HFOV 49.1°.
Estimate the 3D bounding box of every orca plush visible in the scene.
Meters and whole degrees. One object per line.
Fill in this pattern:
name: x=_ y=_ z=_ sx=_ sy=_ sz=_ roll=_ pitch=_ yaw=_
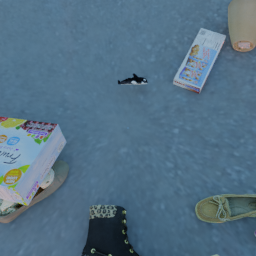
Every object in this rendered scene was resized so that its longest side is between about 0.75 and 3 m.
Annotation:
orca plush: x=0.136 y=-1.439 z=8.220 sx=0.880 sy=0.463 sz=0.313 roll=-2 pitch=95 yaw=2

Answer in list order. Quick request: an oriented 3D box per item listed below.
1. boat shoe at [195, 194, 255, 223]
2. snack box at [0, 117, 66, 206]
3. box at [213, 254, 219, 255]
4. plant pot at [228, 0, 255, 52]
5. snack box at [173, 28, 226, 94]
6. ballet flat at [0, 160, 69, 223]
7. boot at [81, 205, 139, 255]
boat shoe: x=2.478 y=1.826 z=6.523 sx=1.777 sy=0.559 sz=0.648 roll=-1 pitch=61 yaw=-1
snack box: x=-2.890 y=0.651 z=6.627 sx=2.215 sy=0.749 sz=1.868 roll=7 pitch=48 yaw=21
box: x=0.957 y=3.754 z=4.666 sx=2.526 sy=1.221 sz=2.222 roll=-15 pitch=83 yaw=-8
plant pot: x=3.846 y=-3.290 z=9.091 sx=1.346 sy=1.346 sz=1.437 roll=12 pitch=76 yaw=7
snack box: x=2.316 y=-2.212 z=8.944 sx=0.887 sy=0.300 sz=2.466 roll=24 pitch=63 yaw=13
ballet flat: x=-2.285 y=1.448 z=6.684 sx=2.053 sy=0.654 sz=0.692 roll=-39 pitch=68 yaw=-20
boot: x=-0.005 y=2.493 z=6.064 sx=2.039 sy=0.736 sz=1.540 roll=3 pitch=58 yaw=1
